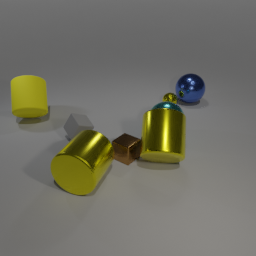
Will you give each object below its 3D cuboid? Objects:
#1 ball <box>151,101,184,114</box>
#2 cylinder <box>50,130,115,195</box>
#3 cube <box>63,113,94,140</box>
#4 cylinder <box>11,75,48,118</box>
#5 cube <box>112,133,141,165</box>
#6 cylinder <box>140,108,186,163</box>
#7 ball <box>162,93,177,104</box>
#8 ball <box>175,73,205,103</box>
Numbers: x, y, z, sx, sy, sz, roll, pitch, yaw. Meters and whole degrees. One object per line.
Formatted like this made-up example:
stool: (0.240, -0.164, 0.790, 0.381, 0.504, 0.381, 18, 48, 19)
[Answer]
ball: (1.417, -0.286, 10.426, 1.400, 1.400, 1.400, 0, 29, 0)
cylinder: (-1.281, 0.969, 8.138, 1.400, 1.400, 1.400, 10, 30, 17)
cube: (-1.805, -0.035, 10.243, 0.700, 0.700, 0.700, 6, 37, -47)
cylinder: (-4.090, -1.266, 11.628, 1.400, 1.400, 1.400, -7, -13, -2)
cube: (-0.055, 0.697, 9.379, 0.700, 0.700, 0.700, 20, 35, 32)
cylinder: (1.117, 0.278, 8.875, 1.400, 1.400, 1.400, 3, 71, 6)
ball: (1.944, -1.295, 13.002, 0.700, 0.700, 0.700, 0, 29, 0)
ball: (2.954, -1.880, 13.299, 1.400, 1.400, 1.400, 0, 29, 0)
